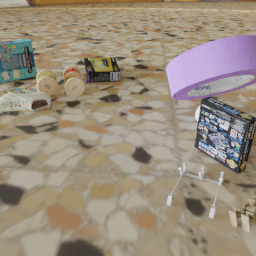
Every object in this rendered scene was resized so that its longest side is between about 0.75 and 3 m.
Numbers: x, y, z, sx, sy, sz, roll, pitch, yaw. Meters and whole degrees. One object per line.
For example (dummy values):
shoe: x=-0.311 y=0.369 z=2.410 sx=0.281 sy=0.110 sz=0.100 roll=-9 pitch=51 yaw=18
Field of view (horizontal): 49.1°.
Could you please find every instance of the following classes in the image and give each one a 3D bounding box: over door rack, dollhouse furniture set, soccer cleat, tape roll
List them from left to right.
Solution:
soccer cleat: x=-3.185 y=-0.767 z=8.547 sx=1.641 sy=0.569 sz=0.637 roll=-11 pitch=42 yaw=-20
over door rack: x=1.347 y=1.101 z=5.398 sx=0.869 sy=0.392 sz=1.176 roll=12 pitch=32 yaw=22
tape roll: x=2.294 y=-1.449 z=7.245 sx=2.502 sy=0.821 sz=2.502 roll=-10 pitch=-7 yaw=-1
dollhouse furniture set: x=2.230 y=1.570 z=4.665 sx=0.686 sy=0.520 sz=0.782 roll=-18 pitch=12 yaw=-29

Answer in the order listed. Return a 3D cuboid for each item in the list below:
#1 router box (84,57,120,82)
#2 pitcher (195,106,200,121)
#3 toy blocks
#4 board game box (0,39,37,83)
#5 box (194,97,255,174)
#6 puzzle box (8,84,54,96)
router box: x=-1.086 y=-2.403 z=11.394 sx=1.332 sy=0.442 sz=1.694 roll=-4 pitch=33 yaw=-10
pitcher: x=2.273 y=-0.086 z=7.203 sx=1.109 sy=0.784 sz=1.293 roll=-27 pitch=50 yaw=-25
toy blocks: x=-2.448 y=-1.817 z=10.074 sx=1.601 sy=0.698 sz=1.921 roll=0 pitch=28 yaw=-17
board game box: x=-4.590 y=-2.541 z=10.738 sx=1.906 sy=1.439 sz=0.447 roll=-19 pitch=35 yaw=-30
box: x=2.085 y=0.138 z=6.171 sx=0.324 sy=1.293 sz=1.302 roll=-19 pitch=34 yaw=-27
puzzle box: x=-3.355 y=-1.212 z=9.682 sx=1.335 sy=0.170 sz=0.888 roll=16 pitch=33 yaw=27
